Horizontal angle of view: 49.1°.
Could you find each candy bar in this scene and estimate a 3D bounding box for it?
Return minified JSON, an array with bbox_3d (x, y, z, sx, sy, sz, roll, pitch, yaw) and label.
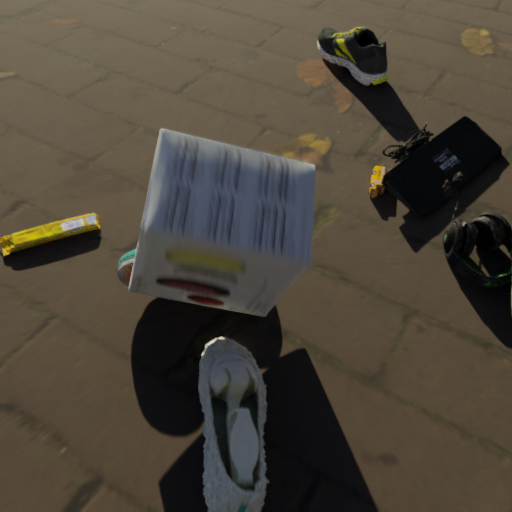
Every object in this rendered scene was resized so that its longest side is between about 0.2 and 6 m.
[{"bbox_3d":[-3.591,-0.399,9.841,1.743,0.193,0.435,-17,53,-16],"label":"candy bar"}]

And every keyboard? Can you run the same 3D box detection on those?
[{"bbox_3d":[3.547,-1.854,11.157,2.957,0.586,1.539,-35,79,-30],"label":"keyboard"}]

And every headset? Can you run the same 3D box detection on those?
[{"bbox_3d":[3.688,-0.425,9.366,1.200,0.913,1.943,-13,59,-14],"label":"headset"}]

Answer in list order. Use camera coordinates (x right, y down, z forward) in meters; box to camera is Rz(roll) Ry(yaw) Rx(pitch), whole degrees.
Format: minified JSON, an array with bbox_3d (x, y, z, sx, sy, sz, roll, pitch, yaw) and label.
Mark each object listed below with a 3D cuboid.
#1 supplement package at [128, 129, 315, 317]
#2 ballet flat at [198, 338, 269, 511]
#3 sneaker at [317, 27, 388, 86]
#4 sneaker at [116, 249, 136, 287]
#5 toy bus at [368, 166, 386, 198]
[{"bbox_3d":[-0.522,-0.337,7.718,2.092,2.001,1.539,11,62,-11],"label":"supplement package"},{"bbox_3d":[-0.219,2.003,7.108,0.956,0.956,2.663,-5,47,-4],"label":"ballet flat"},{"bbox_3d":[2.432,-5.176,13.735,0.943,1.072,2.534,-24,51,-22],"label":"sneaker"},{"bbox_3d":[-1.166,-0.107,9.194,2.348,0.838,0.938,-12,45,-20],"label":"sneaker"},{"bbox_3d":[2.330,-1.415,10.771,0.287,0.238,0.732,10,47,8],"label":"toy bus"}]
